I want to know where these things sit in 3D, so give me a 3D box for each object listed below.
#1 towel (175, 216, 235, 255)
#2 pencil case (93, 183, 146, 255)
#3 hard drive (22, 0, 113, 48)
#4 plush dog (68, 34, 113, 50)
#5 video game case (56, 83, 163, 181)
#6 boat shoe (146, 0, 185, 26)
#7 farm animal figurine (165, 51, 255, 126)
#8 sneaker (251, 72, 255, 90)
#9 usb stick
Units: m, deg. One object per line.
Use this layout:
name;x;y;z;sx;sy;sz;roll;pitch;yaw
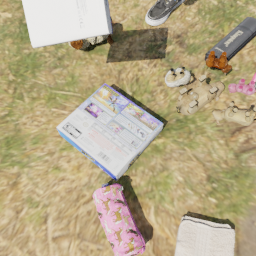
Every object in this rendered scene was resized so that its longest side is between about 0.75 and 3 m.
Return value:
towel;1.823;3.322;6.769;1.431;0.372;2.159;10;62;6
pencil case;-0.237;2.335;7.075;0.782;0.817;1.889;-7;59;-33
hard drive;-1.345;-2.530;6.009;1.963;1.295;0.249;-2;15;23
plush dog;-1.465;-3.376;10.071;1.517;1.417;1.766;-26;35;2
video game case;-0.529;0.036;8.436;2.368;0.538;2.146;37;68;18
boat shoe;1.551;-4.958;10.988;0.832;0.789;2.380;40;69;19
farm animal figurine;2.586;-0.973;8.685;2.404;1.267;2.430;-17;70;4
sneaker;4.420;-1.524;9.387;0.553;0.458;1.159;35;68;5
usb stick;3.881;-3.161;10.209;0.785;0.461;2.830;41;69;19
